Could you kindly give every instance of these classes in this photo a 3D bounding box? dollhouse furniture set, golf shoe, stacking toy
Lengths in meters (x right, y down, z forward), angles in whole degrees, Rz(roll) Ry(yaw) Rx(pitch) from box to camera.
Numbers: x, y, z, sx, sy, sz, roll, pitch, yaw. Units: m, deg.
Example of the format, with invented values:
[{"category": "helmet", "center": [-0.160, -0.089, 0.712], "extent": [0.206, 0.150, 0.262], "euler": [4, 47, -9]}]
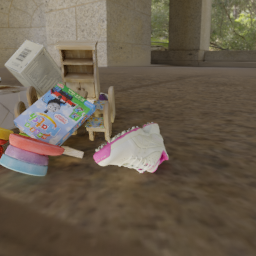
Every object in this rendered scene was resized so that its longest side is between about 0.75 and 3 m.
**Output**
[{"category": "dollhouse furniture set", "center": [-1.507, -1.067, 7.495], "extent": [2.257, 1.711, 2.576], "euler": [1, 37, 4]}, {"category": "golf shoe", "center": [0.178, 0.429, 4.889], "extent": [0.711, 0.864, 1.887], "euler": [-33, -9, 33]}, {"category": "stacking toy", "center": [-2.009, 0.563, 5.523], "extent": [1.904, 0.804, 1.724], "euler": [14, -6, 33]}]

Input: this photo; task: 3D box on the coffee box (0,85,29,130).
[{"category": "coffee box", "center": [-4.457, -0.713, 8.741], "extent": [2.825, 1.126, 1.616], "euler": [8, 17, 26]}]

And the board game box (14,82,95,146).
[{"category": "board game box", "center": [-1.518, -0.264, 5.942], "extent": [1.032, 0.250, 1.364], "euler": [34, 60, 12]}]

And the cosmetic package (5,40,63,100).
[{"category": "cosmetic package", "center": [-2.934, -1.714, 9.627], "extent": [0.850, 1.203, 2.324], "euler": [26, -19, 26]}]

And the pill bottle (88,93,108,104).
[{"category": "pill bottle", "center": [-1.130, -0.978, 10.616], "extent": [0.671, 0.671, 1.205], "euler": [8, 17, 27]}]
